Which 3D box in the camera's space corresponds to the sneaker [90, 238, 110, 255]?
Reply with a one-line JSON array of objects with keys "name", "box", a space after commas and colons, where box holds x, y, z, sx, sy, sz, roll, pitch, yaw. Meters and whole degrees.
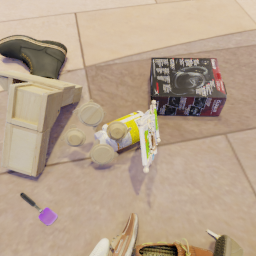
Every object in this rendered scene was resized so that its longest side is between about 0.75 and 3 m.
[{"name": "sneaker", "box": [-0.809, 3.334, 7.285, 0.396, 0.417, 1.036, 23, 55, 18]}]

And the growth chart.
[{"name": "growth chart", "box": [0.618, 0.214, 7.880, 0.190, 1.554, 2.148, -4, 18, 18]}]

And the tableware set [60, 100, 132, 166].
[{"name": "tableware set", "box": [-0.928, 0.192, 8.295, 1.943, 1.623, 0.225, 34, 18, -20]}]

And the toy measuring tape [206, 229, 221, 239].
[{"name": "toy measuring tape", "box": [2.488, 3.043, 7.658, 0.774, 0.285, 0.285, 21, 53, 42]}]

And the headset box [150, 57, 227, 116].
[{"name": "headset box", "box": [2.258, -1.573, 10.464, 2.822, 1.090, 2.100, 1, 54, 0]}]

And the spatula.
[{"name": "spatula", "box": [-2.678, 2.310, 8.193, 1.408, 0.145, 0.398, 29, 66, 23]}]

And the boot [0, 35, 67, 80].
[{"name": "boot", "box": [-4.075, -2.670, 11.344, 2.884, 1.117, 1.995, 2, 59, 3]}]

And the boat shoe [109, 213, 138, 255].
[{"name": "boat shoe", "box": [-0.158, 3.076, 7.319, 0.663, 0.699, 1.847, 11, 53, 10]}]

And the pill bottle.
[{"name": "pill bottle", "box": [-0.192, 0.161, 9.279, 1.754, 0.958, 0.958, -23, 57, -16]}]

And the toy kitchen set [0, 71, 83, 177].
[{"name": "toy kitchen set", "box": [-3.386, -0.405, 9.634, 2.425, 2.682, 2.973, 15, 15, 7]}]

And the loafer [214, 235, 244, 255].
[{"name": "loafer", "box": [2.379, 3.623, 6.612, 0.685, 0.772, 2.031, 19, 66, -2]}]

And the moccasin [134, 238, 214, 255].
[{"name": "moccasin", "box": [1.209, 3.218, 7.059, 2.094, 0.808, 0.766, 12, 56, -1]}]
